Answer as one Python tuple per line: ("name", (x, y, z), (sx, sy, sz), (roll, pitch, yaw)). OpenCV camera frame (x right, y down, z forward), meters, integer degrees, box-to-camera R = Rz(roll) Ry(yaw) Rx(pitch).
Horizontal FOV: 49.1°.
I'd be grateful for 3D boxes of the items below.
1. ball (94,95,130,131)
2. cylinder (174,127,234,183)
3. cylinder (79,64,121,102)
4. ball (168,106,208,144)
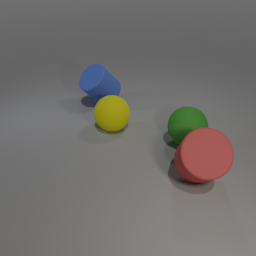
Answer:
("ball", (-0.623, -0.576, 10.943), (1.400, 1.400, 1.400), (0, 30, 0))
("cylinder", (2.092, 0.816, 7.957), (1.400, 1.400, 1.400), (2, -14, 3))
("cylinder", (-1.268, -1.984, 12.822), (1.400, 1.400, 1.400), (-16, 59, 28))
("ball", (2.101, -0.067, 9.878), (1.400, 1.400, 1.400), (0, 30, 0))
